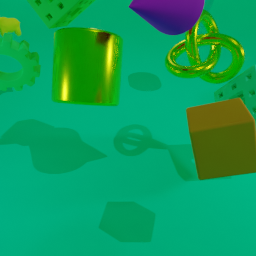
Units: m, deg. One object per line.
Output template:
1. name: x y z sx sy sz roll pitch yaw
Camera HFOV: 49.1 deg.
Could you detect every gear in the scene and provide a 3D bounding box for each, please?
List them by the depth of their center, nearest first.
1. gear: -2.577 -1.341 5.880 1.395 1.395 0.258 -4 55 -5

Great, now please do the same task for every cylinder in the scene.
1. cylinder: -0.816 -1.168 5.657 1.369 1.369 1.369 4 6 0
2. cylinder: 1.964 -3.835 8.486 1.162 1.162 1.162 18 20 -7

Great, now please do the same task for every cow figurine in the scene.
1. cow figurine: -3.657 -3.136 8.240 0.913 0.899 0.501 -19 36 -25

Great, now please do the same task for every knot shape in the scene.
1. knot shape: 1.645 -1.509 5.727 1.455 1.555 0.718 31 -3 -2

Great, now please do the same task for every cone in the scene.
1. cone: 0.370 -1.887 4.208 1.152 1.152 1.157 26 39 30

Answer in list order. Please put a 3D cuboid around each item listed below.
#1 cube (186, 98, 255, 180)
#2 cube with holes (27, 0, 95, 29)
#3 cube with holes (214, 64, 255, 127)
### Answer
1. cube: 1.214 0.133 3.690 0.743 0.743 0.743 -11 24 13
2. cube with holes: -1.266 -2.507 5.178 0.877 0.877 0.877 -32 14 21
3. cube with holes: 2.671 -0.397 5.850 1.122 1.122 1.122 15 61 -24
